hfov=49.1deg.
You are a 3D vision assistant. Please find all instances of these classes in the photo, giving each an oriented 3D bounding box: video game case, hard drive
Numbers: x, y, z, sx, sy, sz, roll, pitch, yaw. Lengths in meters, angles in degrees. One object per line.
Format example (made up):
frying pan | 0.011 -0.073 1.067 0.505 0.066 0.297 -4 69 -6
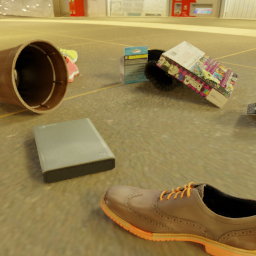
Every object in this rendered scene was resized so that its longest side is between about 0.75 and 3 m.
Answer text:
video game case | 2.754 -2.171 10.601 2.717 0.537 2.998 35 35 7
hard drive | -1.392 0.428 6.767 1.539 0.363 2.205 -10 28 -20

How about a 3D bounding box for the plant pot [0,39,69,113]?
plant pot | -3.580 -1.686 9.262 2.268 2.291 2.291 6 26 30

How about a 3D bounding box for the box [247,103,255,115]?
box | 4.349 -0.474 8.020 1.528 0.376 1.582 5 4 13

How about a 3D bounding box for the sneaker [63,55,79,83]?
sneaker | -2.700 -2.776 12.553 0.883 1.039 2.396 -2 25 -4

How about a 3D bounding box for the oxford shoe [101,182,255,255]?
oxford shoe | 0.835 1.208 4.455 2.703 0.985 0.964 9 27 17

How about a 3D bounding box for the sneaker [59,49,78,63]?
sneaker | -3.676 -3.793 14.546 1.107 1.122 2.937 12 27 27

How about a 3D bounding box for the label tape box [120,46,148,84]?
label tape box | 0.232 -2.708 11.852 1.093 1.525 0.504 -12 28 -22

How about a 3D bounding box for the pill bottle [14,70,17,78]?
pill bottle | -4.207 -2.590 12.152 1.918 1.062 1.062 -2 26 -3

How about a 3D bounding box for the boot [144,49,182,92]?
boot | 1.240 -2.549 11.937 3.076 1.158 2.300 20 33 34
